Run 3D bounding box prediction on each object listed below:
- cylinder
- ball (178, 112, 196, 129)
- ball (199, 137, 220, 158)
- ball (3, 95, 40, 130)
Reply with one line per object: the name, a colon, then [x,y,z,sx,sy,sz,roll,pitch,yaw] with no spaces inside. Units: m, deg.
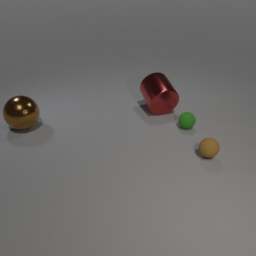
cylinder: [1.401,-1.554,12.658,1.400,1.400,1.400,-9,47,-15]
ball: [2.431,-0.316,11.532,0.700,0.700,0.700,0,31,0]
ball: [2.816,0.677,9.717,0.700,0.700,0.700,0,31,0]
ball: [-4.307,-0.617,11.328,1.400,1.400,1.400,0,31,0]
